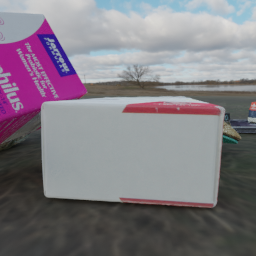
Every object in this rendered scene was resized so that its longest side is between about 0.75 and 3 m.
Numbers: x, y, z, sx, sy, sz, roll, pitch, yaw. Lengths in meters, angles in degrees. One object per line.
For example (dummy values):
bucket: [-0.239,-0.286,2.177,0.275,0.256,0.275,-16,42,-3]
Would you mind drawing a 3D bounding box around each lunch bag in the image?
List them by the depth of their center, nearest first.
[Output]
lunch bag: [-3.159,-0.340,5.661,2.274,1.584,1.907,1,-7,4]

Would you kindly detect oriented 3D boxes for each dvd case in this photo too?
dvd case: [3.803,-0.063,8.156,1.593,0.171,2.142,1,7,17]

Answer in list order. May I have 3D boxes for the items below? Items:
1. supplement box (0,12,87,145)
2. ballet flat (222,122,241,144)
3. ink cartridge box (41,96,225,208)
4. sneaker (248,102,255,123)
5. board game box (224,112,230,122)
supplement box: [-2.036,-0.437,3.369,1.417,1.387,2.742,-29,2,34]
ballet flat: [1.178,-0.172,5.409,1.969,0.643,0.694,11,-15,25]
ink cartridge box: [0.151,0.101,3.921,1.799,1.034,2.479,1,8,7]
sneaker: [4.205,-0.553,8.434,1.675,0.708,0.628,-7,9,-42]
board game box: [1.763,-0.232,8.488,2.272,0.320,1.537,-7,5,-35]
